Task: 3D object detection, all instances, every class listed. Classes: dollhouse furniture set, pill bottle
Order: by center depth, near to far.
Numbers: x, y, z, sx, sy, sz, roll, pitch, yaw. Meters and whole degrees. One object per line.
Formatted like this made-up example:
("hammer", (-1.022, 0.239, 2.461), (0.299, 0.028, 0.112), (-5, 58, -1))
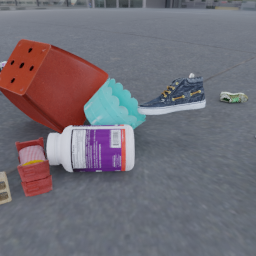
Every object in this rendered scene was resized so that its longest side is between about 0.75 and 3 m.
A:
("dollhouse furniture set", (-2.901, 1.050, 6.424), (2.150, 0.874, 1.157), (-12, 31, -21))
("pill bottle", (-0.904, 0.515, 7.097), (2.094, 1.178, 1.178), (-1, 29, -2))

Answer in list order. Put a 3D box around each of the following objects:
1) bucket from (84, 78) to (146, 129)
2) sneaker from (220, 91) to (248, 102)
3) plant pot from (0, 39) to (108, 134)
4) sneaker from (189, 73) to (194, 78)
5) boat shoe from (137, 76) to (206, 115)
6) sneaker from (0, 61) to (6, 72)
("bucket", (-0.382, -0.481, 8.082), (1.090, 1.675, 1.675), (-40, 22, 18))
("sneaker", (4.136, -1.119, 11.032), (1.091, 0.420, 0.484), (9, 42, 26))
("plant pot", (-2.435, -1.371, 8.473), (2.338, 2.062, 2.340), (21, 80, 35))
("sneaker", (3.052, -2.281, 13.207), (0.408, 0.335, 0.886), (18, 40, 16))
("boat shoe", (1.162, -0.905, 7.712), (1.910, 0.867, 0.676), (-9, 15, -3))
("sneaker", (-6.581, -2.761, 13.742), (1.807, 0.702, 1.264), (0, 29, 20))
